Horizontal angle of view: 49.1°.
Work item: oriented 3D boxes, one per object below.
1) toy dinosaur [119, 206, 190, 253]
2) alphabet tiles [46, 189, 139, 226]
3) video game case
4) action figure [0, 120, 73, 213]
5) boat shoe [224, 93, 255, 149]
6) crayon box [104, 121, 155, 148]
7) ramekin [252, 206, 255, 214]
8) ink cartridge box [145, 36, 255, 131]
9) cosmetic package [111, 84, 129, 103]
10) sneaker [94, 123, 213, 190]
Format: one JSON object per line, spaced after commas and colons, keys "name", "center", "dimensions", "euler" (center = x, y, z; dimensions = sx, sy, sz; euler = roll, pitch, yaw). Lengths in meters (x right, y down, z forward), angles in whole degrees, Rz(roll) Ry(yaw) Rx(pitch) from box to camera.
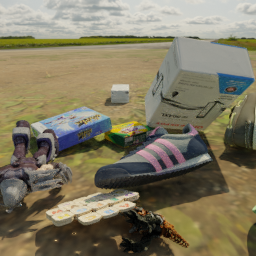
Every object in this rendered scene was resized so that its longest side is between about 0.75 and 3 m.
{"name": "toy dinosaur", "center": [0.309, 1.377, 4.008], "dimensions": [1.146, 0.585, 0.778], "euler": [-12, -8, 37]}
{"name": "alphabet tiles", "center": [-0.545, 1.203, 4.392], "dimensions": [1.368, 0.100, 1.338], "euler": [-10, 2, -29]}
{"name": "video game case", "center": [-1.583, -0.033, 7.730], "dimensions": [1.751, 0.398, 1.587], "euler": [-23, 28, -28]}
{"name": "action figure", "center": [-1.912, 0.732, 5.366], "dimensions": [1.710, 0.912, 2.628], "euler": [4, 22, -9]}
{"name": "boat shoe", "center": [3.287, -0.323, 7.867], "dimensions": [0.877, 1.049, 2.935], "euler": [1, 24, 24]}
{"name": "crayon box", "center": [0.046, 0.147, 7.773], "dimensions": [1.098, 0.320, 0.948], "euler": [-14, 24, -35]}
{"name": "ramekin", "center": [2.352, 1.123, 4.096], "dimensions": [0.924, 0.924, 0.451], "euler": [-17, 62, -40]}
{"name": "ink cartridge box", "center": [1.688, -0.985, 7.395], "dimensions": [1.879, 2.574, 1.085], "euler": [5, 61, -12]}
{"name": "cosmetic package", "center": [-0.326, -1.517, 12.222], "dimensions": [0.780, 0.561, 1.383], "euler": [0, 20, 2]}
{"name": "sneaker", "center": [0.423, 0.512, 5.366], "dimensions": [2.417, 0.991, 0.848], "euler": [-8, -22, -26]}
